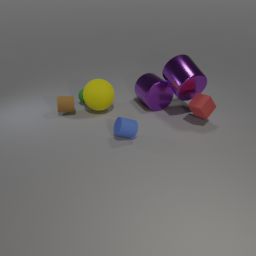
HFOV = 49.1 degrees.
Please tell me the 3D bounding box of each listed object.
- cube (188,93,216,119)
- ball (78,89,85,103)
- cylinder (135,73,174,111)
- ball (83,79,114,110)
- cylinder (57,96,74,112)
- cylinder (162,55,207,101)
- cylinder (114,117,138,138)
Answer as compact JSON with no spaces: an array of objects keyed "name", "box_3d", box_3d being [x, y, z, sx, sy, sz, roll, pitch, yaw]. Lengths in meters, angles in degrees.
[{"name":"cube","box_3d":[3.003,-0.897,11.354,0.700,0.700,0.700,-50,36,-10]},{"name":"ball","box_3d":[-2.010,-1.529,13.315,0.700,0.700,0.700,0,29,0]},{"name":"cylinder","box_3d":[1.197,-1.707,13.106,1.400,1.400,1.400,-11,31,-19]},{"name":"ball","box_3d":[-1.307,-1.485,12.534,1.400,1.400,1.400,0,29,0]},{"name":"cylinder","box_3d":[-2.755,-1.061,12.365,0.700,0.700,0.700,-2,28,-17]},{"name":"cylinder","box_3d":[2.359,-2.106,11.749,1.400,1.400,1.400,-11,53,-20]},{"name":"cylinder","box_3d":[-0.086,-0.017,10.528,0.700,0.700,0.700,12,23,-26]}]
